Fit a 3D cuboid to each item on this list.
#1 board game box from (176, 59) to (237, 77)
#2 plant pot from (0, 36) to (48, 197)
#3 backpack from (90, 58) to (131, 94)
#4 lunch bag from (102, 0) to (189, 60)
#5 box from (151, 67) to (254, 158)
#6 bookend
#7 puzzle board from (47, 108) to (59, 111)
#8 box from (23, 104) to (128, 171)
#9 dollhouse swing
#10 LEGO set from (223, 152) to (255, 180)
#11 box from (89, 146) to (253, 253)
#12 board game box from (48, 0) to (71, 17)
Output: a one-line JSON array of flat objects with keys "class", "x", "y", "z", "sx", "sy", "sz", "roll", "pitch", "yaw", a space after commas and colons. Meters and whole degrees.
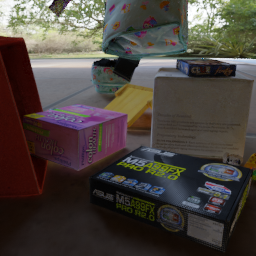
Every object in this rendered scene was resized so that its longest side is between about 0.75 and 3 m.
[{"class": "board game box", "x": 1.756, "y": -1.430, "z": 6.561, "sx": 1.014, "sy": 0.259, "sz": 1.497, "roll": 0, "pitch": 18, "yaw": -1}, {"class": "plant pot", "x": -3.122, "y": -0.212, "z": 5.562, "sx": 2.412, "sy": 2.734, "sz": 2.737, "roll": -12, "pitch": 19, "yaw": -8}, {"class": "backpack", "x": -0.846, "y": -2.663, "z": 14.312, "sx": 2.160, "sy": 1.832, "sz": 2.433, "roll": 1, "pitch": 13, "yaw": -6}, {"class": "lunch bag", "x": 0.453, "y": -3.409, "z": 8.628, "sx": 2.660, "sy": 2.266, "sz": 1.622, "roll": -4, "pitch": -19, "yaw": 22}, {"class": "box", "x": 1.783, "y": -0.529, "z": 7.369, "sx": 2.238, "sy": 1.917, "sz": 2.227, "roll": 3, "pitch": 18, "yaw": 9}, {"class": "bookend", "x": 0.358, "y": -3.024, "z": 10.700, "sx": 0.824, "sy": 1.778, "sz": 1.789, "roll": 28, "pitch": -33, "yaw": -15}, {"class": "puzzle board", "x": -2.101, "y": -0.392, "z": 9.855, "sx": 1.726, "sy": 0.199, "sz": 2.290, "roll": -3, "pitch": 18, "yaw": -8}, {"class": "box", "x": -1.211, "y": 0.106, "z": 6.802, "sx": 1.672, "sy": 0.919, "sz": 1.901, "roll": 13, "pitch": 20, "yaw": 29}, {"class": "dollhouse swing", "x": 0.369, "y": -0.444, "z": 9.745, "sx": 1.853, "sy": 1.793, "sz": 2.039, "roll": 39, "pitch": -11, "yaw": -38}, {"class": "LEGO set", "x": 2.820, "y": 0.654, "z": 5.606, "sx": 1.773, "sy": 0.728, "sz": 0.676, "roll": 12, "pitch": 20, "yaw": 33}, {"class": "box", "x": 0.774, "y": 0.998, "z": 4.855, "sx": 2.300, "sy": 0.509, "sz": 1.843, "roll": 11, "pitch": 20, "yaw": 31}, {"class": "board game box", "x": -2.254, "y": -4.181, "z": 9.356, "sx": 0.131, "sy": 0.810, "sz": 0.486, "roll": 41, "pitch": 4, "yaw": 35}]
